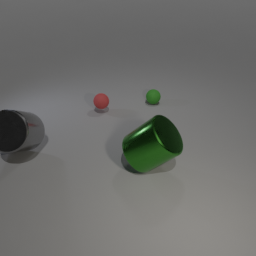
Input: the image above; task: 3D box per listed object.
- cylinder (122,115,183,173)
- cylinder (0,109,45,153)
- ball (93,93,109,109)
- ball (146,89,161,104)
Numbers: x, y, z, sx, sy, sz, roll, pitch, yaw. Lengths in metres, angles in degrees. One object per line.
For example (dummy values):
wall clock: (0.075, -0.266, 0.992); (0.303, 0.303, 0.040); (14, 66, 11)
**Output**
cylinder: (0.772, 0.511, 8.845); (1.400, 1.400, 1.400); (-35, 13, 34)
cylinder: (-3.756, 0.111, 9.517); (1.400, 1.400, 1.400); (3, 0, 5)
ball: (-1.185, -1.191, 12.430); (0.700, 0.700, 0.700); (0, 31, 0)
ball: (1.201, -1.489, 13.301); (0.700, 0.700, 0.700); (0, 31, 0)
